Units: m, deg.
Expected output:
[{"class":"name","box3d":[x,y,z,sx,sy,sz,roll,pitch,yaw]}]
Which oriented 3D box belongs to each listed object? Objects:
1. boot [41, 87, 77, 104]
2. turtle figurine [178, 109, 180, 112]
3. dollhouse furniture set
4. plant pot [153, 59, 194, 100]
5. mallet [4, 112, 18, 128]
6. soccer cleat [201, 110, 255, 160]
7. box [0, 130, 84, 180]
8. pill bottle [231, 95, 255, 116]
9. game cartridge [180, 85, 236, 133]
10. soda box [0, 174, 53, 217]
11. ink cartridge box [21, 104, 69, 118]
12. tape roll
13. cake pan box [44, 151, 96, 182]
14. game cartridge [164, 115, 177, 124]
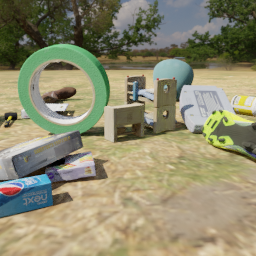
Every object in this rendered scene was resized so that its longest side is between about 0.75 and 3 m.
[{"class":"boot","box3d":[-3.320,-1.520,13.322,1.742,0.600,1.869,-15,13,-6]},{"class":"turtle figurine","box3d":[2.179,-0.490,9.549,1.029,0.518,0.770,-10,-23,-8]},{"class":"dollhouse furniture set","box3d":[0.076,-0.688,8.103,2.213,1.551,1.559,-10,17,-35]},{"class":"plant pot","box3d":[2.141,-2.136,13.722,2.034,2.034,1.370,4,55,16]},{"class":"mallet","box3d":[-3.968,-0.255,9.167,0.427,0.267,1.298,-1,18,-7]},{"class":"soccer cleat","box3d":[2.700,0.250,6.366,1.196,0.925,2.860,27,1,-18]},{"class":"box","box3d":[-1.809,0.483,5.154,1.257,0.383,1.587,-10,9,34]},{"class":"pill bottle","box3d":[4.526,-0.817,10.384,0.692,0.692,1.211,-11,19,-38]},{"class":"game cartridge","box3d":[2.394,-0.622,8.682,1.526,0.476,2.292,-2,37,4]},{"class":"soda box","box3d":[-1.654,0.976,3.938,1.100,0.373,0.353,-7,16,-28]},{"class":"ink cartridge box","box3d":[-3.043,-0.649,10.490,1.520,0.329,1.493,1,14,-6]},{"class":"tape roll","box3d":[-1.688,-0.983,7.473,2.379,2.379,0.572,1,23,6]},{"class":"cake pan box","box3d":[-1.075,0.709,5.179,0.901,0.236,0.829,-8,12,-9]},{"class":"game cartridge","box3d":[1.242,-0.303,9.342,0.557,0.171,0.836,0,14,-11]}]
